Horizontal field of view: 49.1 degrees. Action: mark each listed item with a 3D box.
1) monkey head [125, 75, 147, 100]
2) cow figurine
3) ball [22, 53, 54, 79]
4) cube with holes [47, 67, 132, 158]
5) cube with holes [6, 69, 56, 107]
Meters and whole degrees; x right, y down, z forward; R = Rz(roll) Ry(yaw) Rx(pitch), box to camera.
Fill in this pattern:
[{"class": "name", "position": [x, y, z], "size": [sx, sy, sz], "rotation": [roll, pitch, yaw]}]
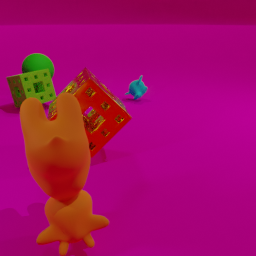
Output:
[{"class": "monkey head", "position": [0.283, -1.356, 9.999], "size": [0.622, 1.032, 0.742], "rotation": [45, 36, 0]}, {"class": "cow figurine", "position": [-0.792, 0.628, 3.455], "size": [0.927, 1.688, 1.661], "rotation": [-11, 65, -15]}, {"class": "ball", "position": [-3.333, -2.170, 10.386], "size": [1.154, 1.154, 1.154], "rotation": [0, 22, 0]}, {"class": "cube with holes", "position": [-0.833, -0.362, 5.912], "size": [1.169, 1.169, 1.169], "rotation": [-45, 24, 7]}, {"class": "cube with holes", "position": [-3.174, -1.307, 9.231], "size": [1.018, 1.018, 1.018], "rotation": [4, 22, 45]}]
